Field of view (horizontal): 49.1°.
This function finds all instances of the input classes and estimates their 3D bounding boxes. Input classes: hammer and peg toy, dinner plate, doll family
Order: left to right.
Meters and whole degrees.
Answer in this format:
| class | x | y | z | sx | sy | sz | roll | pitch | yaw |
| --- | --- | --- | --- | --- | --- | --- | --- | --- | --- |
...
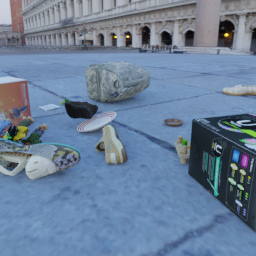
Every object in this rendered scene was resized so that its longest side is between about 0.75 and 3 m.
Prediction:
| class | x | y | z | sx | sy | sz | roll | pitch | yaw |
| --- | --- | --- | --- | --- | --- | --- | --- | --- | --- |
| doll family | -3.708 | 0.257 | 8.893 | 2.258 | 0.886 | 1.305 | -6 | 40 | 30 |
| dinner plate | -1.200 | -0.204 | 10.953 | 1.653 | 0.200 | 1.653 | -18 | 19 | 6 |
| hammer and peg toy | 2.072 | 0.559 | 8.711 | 1.171 | 0.561 | 1.592 | 1 | 19 | 3 |

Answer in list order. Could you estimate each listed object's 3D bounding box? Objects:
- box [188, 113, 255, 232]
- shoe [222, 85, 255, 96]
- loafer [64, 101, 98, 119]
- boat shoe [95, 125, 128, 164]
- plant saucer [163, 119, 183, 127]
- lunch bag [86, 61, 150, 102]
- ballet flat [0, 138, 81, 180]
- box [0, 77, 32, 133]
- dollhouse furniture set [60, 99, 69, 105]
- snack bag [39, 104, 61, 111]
| class | x | y | z | sx | sy | sz | roll | pitch | yaw |
| --- | --- | --- | --- | --- | --- | --- | --- | --- | --- |
| box | 2.882 | 0.796 | 6.439 | 1.927 | 1.613 | 2.595 | -7 | 19 | -18 |
| shoe | 7.020 | -2.348 | 16.923 | 2.516 | 0.672 | 0.880 | 3 | 19 | 9 |
| loafer | -1.866 | -0.739 | 11.273 | 1.851 | 0.675 | 0.660 | 16 | 34 | 41 |
| boat shoe | -0.658 | 0.483 | 8.813 | 0.790 | 0.744 | 2.076 | -16 | 22 | -10 |
| plant saucer | 1.879 | -0.213 | 11.595 | 0.823 | 0.142 | 0.823 | 0 | 20 | 0 |
| lunch bag | -0.500 | -2.546 | 15.248 | 2.510 | 2.085 | 2.992 | 7 | 18 | 37 |
| ballet flat | -2.652 | 0.905 | 7.503 | 2.798 | 1.006 | 1.006 | 5 | 20 | 15 |
| box | -5.179 | -0.830 | 10.646 | 1.330 | 1.905 | 2.502 | 14 | 24 | 36 |
| dollhouse furniture set | -3.338 | -1.433 | 14.818 | 0.427 | 0.330 | 0.854 | -7 | 20 | -21 |
| snack bag | -3.916 | -1.041 | 14.064 | 0.760 | 0.086 | 0.806 | 17 | 26 | 39 |
